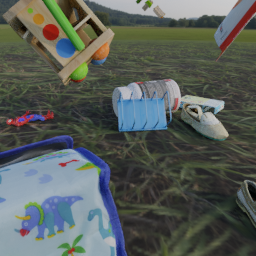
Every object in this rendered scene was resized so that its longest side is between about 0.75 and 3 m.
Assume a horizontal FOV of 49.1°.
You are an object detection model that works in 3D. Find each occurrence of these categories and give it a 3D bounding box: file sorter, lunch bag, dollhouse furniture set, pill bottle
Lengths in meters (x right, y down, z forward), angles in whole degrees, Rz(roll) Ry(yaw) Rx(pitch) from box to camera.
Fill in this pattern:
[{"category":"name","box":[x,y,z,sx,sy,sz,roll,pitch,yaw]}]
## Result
[{"category":"file sorter","box":[0.518,-0.590,9.362,1.666,1.156,1.022,-3,-16,-6]},{"category":"lunch bag","box":[-1.754,1.284,4.432,2.540,1.903,2.987,-16,11,-22]},{"category":"dollhouse furniture set","box":[0.820,-4.352,10.209,0.428,1.108,0.554,-38,12,36]},{"category":"pill bottle","box":[0.700,-1.121,10.884,2.393,1.362,1.362,-9,24,-23]}]

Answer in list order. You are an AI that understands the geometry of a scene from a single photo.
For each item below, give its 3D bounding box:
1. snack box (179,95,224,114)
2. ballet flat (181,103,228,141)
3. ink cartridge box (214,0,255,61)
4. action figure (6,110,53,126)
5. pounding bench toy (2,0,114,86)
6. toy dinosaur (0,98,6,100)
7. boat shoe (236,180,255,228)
[{"category":"snack box","box":[3.083,-1.031,12.059,1.780,0.330,1.034,15,26,34]},{"category":"ballet flat","box":[2.532,-0.303,9.699,0.792,0.732,2.349,-15,26,-20]},{"category":"ink cartridge box","box":[3.174,-3.225,8.045,0.621,2.011,2.479,38,45,4]},{"category":"action figure","box":[-3.649,-0.378,10.397,1.657,0.428,0.542,-19,31,-33]},{"category":"pounding bench toy","box":[-1.195,-1.803,5.301,1.343,1.686,2.162,-43,9,-4]},{"category":"toy dinosaur","box":[-6.284,-1.417,13.176,1.033,0.245,0.455,-8,38,-21]},{"category":"boat shoe","box":[2.608,1.561,5.339,0.563,0.515,1.507,-7,23,-16]}]
